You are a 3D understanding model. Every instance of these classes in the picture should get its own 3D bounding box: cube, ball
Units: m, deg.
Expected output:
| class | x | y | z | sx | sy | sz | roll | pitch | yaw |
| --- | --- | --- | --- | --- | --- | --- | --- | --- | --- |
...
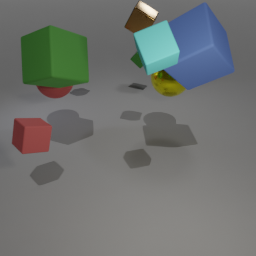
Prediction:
| class | x | y | z | sx | sy | sz | roll | pitch | yaw |
| --- | --- | --- | --- | --- | --- | --- | --- | --- | --- |
| cube | 0.576 | -1.602 | 5.690 | 0.700 | 0.700 | 0.700 | -21 | -8 | 4 |
| cube | 1.818 | -2.105 | 7.501 | 1.400 | 1.400 | 1.400 | -20 | 60 | 35 |
| cube | -2.155 | -2.021 | 8.318 | 1.400 | 1.400 | 1.400 | -3 | 0 | 37 |
| ball | -2.719 | -1.798 | 10.386 | 1.400 | 1.400 | 1.400 | 0 | 29 | 0 |
| cube | 0.682 | -3.542 | 13.919 | 0.700 | 0.700 | 0.700 | -56 | 13 | -30 |
| ball | 1.506 | -1.808 | 9.928 | 1.400 | 1.400 | 1.400 | 0 | 29 | 0 |
| cube | 0.407 | -3.270 | 8.467 | 0.700 | 0.700 | 0.700 | 29 | 41 | -9 |
| cube | -2.417 | 0.178 | 7.030 | 0.700 | 0.700 | 0.700 | -2 | 21 | -43 |
